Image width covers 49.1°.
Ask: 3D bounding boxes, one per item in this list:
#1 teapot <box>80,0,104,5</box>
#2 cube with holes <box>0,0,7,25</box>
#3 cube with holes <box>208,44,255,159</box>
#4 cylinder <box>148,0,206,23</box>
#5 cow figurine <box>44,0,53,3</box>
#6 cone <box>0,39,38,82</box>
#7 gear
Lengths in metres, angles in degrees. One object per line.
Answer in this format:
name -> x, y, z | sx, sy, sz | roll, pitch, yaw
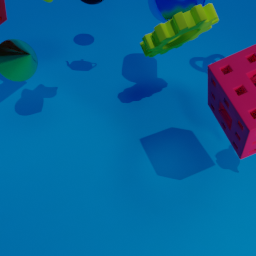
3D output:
teapot -> -0.941, -3.476, 6.813 | 1.350, 0.839, 0.661 | 0, 63, 12
cube with holes -> -3.604, -2.725, 5.797 | 1.377, 1.377, 1.377 | 42, 68, -6
cube with holes -> 2.062, -0.440, 4.357 | 1.190, 1.190, 1.190 | -24, 62, 4
cylinder -> 1.173, -3.255, 6.982 | 1.224, 1.224, 1.224 | -3, 21, -3
cow figurine -> -1.879, -2.590, 4.821 | 1.120, 0.615, 1.102 | 10, 8, 0
cone -> -2.268, -1.519, 6.052 | 0.963, 0.963, 0.967 | -37, 25, -29
gear -> 1.165, -2.205, 6.481 | 1.797, 1.797, 0.332 | -25, 91, -21
